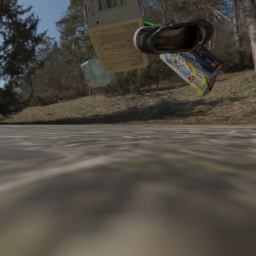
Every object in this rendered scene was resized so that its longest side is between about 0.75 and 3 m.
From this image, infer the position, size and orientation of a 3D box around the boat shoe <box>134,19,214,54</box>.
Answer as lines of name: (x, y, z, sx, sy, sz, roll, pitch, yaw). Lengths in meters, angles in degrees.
boat shoe: (0.986, -1.628, 5.119, 1.828, 0.611, 0.521, -16, 31, -27)

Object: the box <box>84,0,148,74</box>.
box: (-0.268, -2.745, 8.077, 1.445, 1.231, 2.260, -10, -20, 4)

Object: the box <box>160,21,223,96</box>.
box: (2.218, -2.521, 10.327, 0.469, 2.489, 1.700, -37, -21, -15)

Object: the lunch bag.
lunch bag: (-1.131, -2.010, 10.423, 0.491, 1.022, 1.274, -24, 2, 27)

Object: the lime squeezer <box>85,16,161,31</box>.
lime squeezer: (0.028, -3.248, 9.039, 2.832, 1.000, 0.534, 11, -39, 28)
